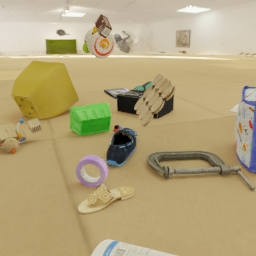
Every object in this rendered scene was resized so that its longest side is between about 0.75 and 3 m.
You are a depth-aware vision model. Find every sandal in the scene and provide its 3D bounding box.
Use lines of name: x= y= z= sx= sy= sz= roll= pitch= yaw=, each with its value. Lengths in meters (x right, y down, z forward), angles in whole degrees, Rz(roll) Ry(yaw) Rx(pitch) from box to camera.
sandal: x=-0.509 y=1.494 z=6.512 sx=1.444 sy=0.475 sz=0.530 roll=-11 pitch=22 yaw=-29

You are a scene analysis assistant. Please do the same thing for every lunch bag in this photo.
lunch bag: x=4.039 y=-0.043 z=8.477 sx=1.538 sy=2.112 sz=2.484 roll=5 pitch=19 yaw=26

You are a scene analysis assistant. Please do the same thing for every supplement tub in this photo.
supplement tub: x=0.325 y=2.175 z=3.608 sx=1.686 sy=1.112 sz=1.112 roll=7 pitch=21 yaw=18

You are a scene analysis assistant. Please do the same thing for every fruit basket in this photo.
fruit basket: x=-1.590 y=-0.456 z=11.264 sx=1.725 sy=1.244 sz=1.725 roll=7 pitch=35 yaw=-5

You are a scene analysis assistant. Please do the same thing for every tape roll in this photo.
tape roll: x=-0.923 y=1.100 z=7.163 sx=0.785 sy=0.785 sz=0.258 roll=4 pitch=19 yaw=11

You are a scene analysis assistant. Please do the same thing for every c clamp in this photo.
c clamp: x=1.865 y=1.056 z=7.956 sx=2.604 sy=0.353 sz=2.225 roll=0 pitch=19 yaw=-1

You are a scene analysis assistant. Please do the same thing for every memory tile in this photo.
memory tile: x=0.736 y=-0.855 z=8.098 sx=0.156 sy=1.424 sz=1.858 roll=32 pitch=15 yaw=-17

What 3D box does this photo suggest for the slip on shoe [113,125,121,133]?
slip on shoe: x=-0.298 y=0.184 z=10.466 sx=0.408 sy=0.337 sz=1.102 roll=-4 pitch=23 yaw=-20

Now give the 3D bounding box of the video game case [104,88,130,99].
video game case: x=-0.468 y=-2.174 z=17.448 sx=1.482 sy=0.197 sz=2.075 roll=-8 pitch=20 yaw=-22

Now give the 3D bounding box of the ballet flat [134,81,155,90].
ballet flat: x=0.793 y=-2.107 z=16.492 sx=0.904 sy=0.904 sz=2.476 roll=12 pitch=29 yaw=31

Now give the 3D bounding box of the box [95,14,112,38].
box: x=-0.954 y=-3.943 z=10.821 sx=0.356 sy=0.476 sz=0.950 roll=22 pitch=33 yaw=-35

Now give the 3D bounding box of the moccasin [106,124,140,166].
moccasin: x=-0.091 y=0.415 z=9.017 sx=0.907 sy=0.769 sz=2.255 roll=9 pitch=23 yaw=4

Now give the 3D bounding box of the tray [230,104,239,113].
tray: x=5.712 y=-1.006 z=14.148 sx=0.776 sy=0.160 sz=1.446 roll=13 pitch=23 yaw=31

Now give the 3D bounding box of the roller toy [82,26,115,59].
roller toy: x=-1.369 y=-4.223 z=13.860 sx=1.385 sy=1.518 sz=1.061 roll=13 pitch=21 yaw=-39

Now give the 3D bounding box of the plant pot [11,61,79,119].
plant pot: x=-3.997 y=-1.602 z=13.010 sx=2.139 sy=2.125 sz=2.188 roll=11 pitch=47 yaw=29

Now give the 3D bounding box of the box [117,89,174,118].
box: x=0.847 y=-1.247 z=13.689 sx=2.313 sy=0.912 sz=1.632 roll=13 pitch=26 yaw=34

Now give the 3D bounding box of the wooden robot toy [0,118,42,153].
wooden robot toy: x=-3.934 y=0.449 z=9.441 sx=2.278 sy=1.003 sz=1.034 roll=-16 pitch=60 yaw=-39
